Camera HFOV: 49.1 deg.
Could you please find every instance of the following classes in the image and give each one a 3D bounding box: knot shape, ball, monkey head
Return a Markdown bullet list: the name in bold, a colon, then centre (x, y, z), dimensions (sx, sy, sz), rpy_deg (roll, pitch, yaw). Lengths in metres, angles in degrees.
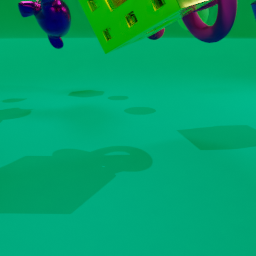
- **knot shape**: centre (1.131, -2.596, 4.911), dimensions (1.856, 1.984, 0.917), rpy_deg (21, 35, 14)
- **ball**: centre (1.916, -3.372, 8.308), dimensions (0.917, 0.917, 0.917), rpy_deg (0, 19, 0)
- **ball**: centre (0.944, -3.547, 10.072), dimensions (0.738, 0.738, 0.738), rpy_deg (0, 19, 0)
- **monkey head**: centre (-2.337, -3.167, 7.952), dimensions (1.398, 1.171, 1.944), rpy_deg (-12, -23, -11)

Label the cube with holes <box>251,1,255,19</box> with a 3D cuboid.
- **cube with holes**: centre (3.863, -2.481, 6.198), dimensions (1.322, 1.322, 1.322), rpy_deg (-32, 27, 4)

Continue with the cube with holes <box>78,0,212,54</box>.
- **cube with holes**: centre (0.202, -2.153, 4.146), dimensions (1.369, 1.369, 1.369), rpy_deg (-17, 15, 42)
